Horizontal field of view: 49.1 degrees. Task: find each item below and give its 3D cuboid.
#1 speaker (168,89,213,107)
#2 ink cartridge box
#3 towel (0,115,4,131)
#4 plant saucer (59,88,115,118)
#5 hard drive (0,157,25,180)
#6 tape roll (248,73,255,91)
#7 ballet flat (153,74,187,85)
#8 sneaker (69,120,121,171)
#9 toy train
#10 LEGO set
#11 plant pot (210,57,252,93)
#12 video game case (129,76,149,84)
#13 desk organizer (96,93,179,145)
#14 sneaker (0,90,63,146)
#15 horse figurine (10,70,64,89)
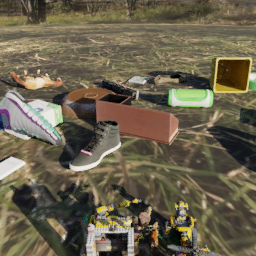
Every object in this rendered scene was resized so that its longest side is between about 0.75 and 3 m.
[{"bbox_3d":[2.709,-1.311,12.305,1.874,0.829,0.829,2,26,4],"label":"speaker"},{"bbox_3d":[-3.511,-0.354,10.363,1.273,0.766,1.751,16,32,29],"label":"ink cartridge box"},{"bbox_3d":[-5.420,-0.306,10.587,1.973,0.479,1.102,20,31,35],"label":"towel"},{"bbox_3d":[-1.655,-1.243,12.494,2.913,0.533,2.913,1,25,0],"label":"plant saucer"},{"bbox_3d":[-3.495,1.141,8.010,0.587,0.117,0.891,13,29,25],"label":"hard drive"},{"bbox_3d":[7.017,-2.528,15.194,1.977,0.475,1.977,0,25,0],"label":"tape roll"},{"bbox_3d":[2.398,-2.816,15.745,2.163,0.501,0.729,-10,28,-20],"label":"ballet flat"},{"bbox_3d":[-0.993,0.416,8.427,0.760,1.066,2.148,19,33,30],"label":"sneaker"},{"bbox_3d":[-0.365,-1.962,14.074,0.655,0.488,2.861,-5,23,-38],"label":"toy train"},{"bbox_3d":[0.270,1.857,5.004,2.484,1.439,1.910,4,26,8],"label":"LEGO set"},{"bbox_3d":[5.143,-2.888,14.660,1.745,1.733,1.785,-1,20,-1],"label":"plant pot"},{"bbox_3d":[0.632,-2.761,16.092,0.899,0.108,0.986,11,27,21],"label":"video game case"},{"bbox_3d":[0.314,-0.405,10.041,2.920,1.124,1.047,12,28,23],"label":"desk organizer"},{"bbox_3d":[-3.226,-0.089,9.087,1.022,2.335,0.869,-44,9,-2],"label":"sneaker"},{"bbox_3d":[-4.882,-2.550,14.905,2.474,0.617,1.639,-10,44,-37],"label":"horse figurine"}]
